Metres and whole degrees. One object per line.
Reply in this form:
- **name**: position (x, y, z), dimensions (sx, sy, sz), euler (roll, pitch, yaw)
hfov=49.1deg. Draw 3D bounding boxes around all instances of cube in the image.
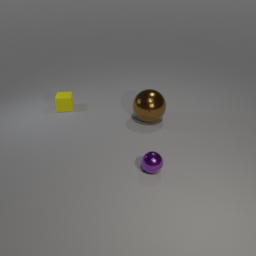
- **cube**: position (-2.914, -1.202, 12.881), dimensions (0.700, 0.700, 0.700), euler (-2, 31, -4)

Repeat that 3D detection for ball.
- **ball**: position (0.778, 1.091, 8.937), dimensions (0.700, 0.700, 0.700), euler (0, 30, 0)
- **ball**: position (0.896, -0.923, 11.724), dimensions (1.400, 1.400, 1.400), euler (0, 30, 0)
